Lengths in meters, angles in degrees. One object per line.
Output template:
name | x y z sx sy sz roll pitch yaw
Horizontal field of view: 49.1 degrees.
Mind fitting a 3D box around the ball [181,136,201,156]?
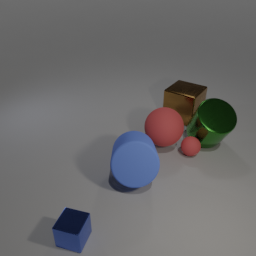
ball | 2.231 0.650 9.966 0.700 0.700 0.700 0 32 0

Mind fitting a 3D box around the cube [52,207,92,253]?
cube | -1.373 2.531 6.974 0.700 0.700 0.700 9 33 14

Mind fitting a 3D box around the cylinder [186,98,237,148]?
cylinder | 2.988 -0.145 10.154 1.400 1.400 1.400 2 65 -5

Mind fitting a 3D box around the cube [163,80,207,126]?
cube | 2.455 -1.096 12.179 1.400 1.400 1.400 20 37 29

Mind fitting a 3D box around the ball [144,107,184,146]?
ball | 1.287 -0.040 10.019 1.400 1.400 1.400 0 32 0

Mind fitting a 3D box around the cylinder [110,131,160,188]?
cylinder | 0.194 0.904 8.523 1.400 1.400 1.400 0 12 0
